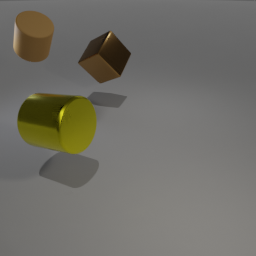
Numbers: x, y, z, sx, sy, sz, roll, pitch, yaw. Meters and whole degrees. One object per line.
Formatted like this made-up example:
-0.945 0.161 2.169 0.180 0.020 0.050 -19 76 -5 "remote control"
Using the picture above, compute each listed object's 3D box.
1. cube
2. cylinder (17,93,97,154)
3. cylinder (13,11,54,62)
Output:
-0.982 -2.978 11.960 1.400 1.400 1.400 -8 50 45 "cube"
-1.735 -0.139 6.970 1.400 1.400 1.400 7 28 30 "cylinder"
-3.710 -3.567 10.986 1.400 1.400 1.400 12 57 -18 "cylinder"
